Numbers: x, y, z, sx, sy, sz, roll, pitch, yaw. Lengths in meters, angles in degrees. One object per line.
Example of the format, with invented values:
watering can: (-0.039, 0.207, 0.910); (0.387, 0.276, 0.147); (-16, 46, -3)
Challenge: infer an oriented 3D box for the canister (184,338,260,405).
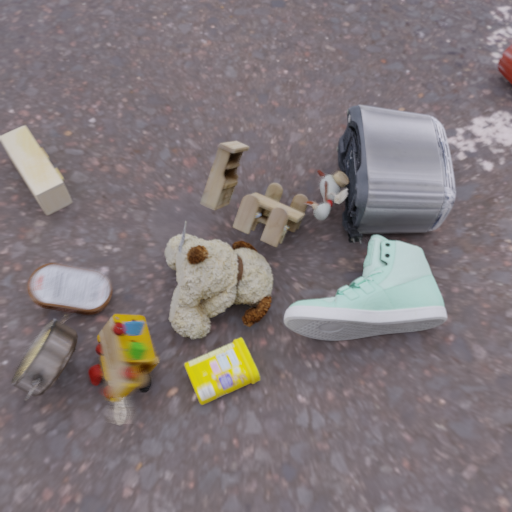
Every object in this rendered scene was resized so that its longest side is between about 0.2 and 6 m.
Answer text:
canister: (-0.603, 2.014, 9.768); (1.108, 0.479, 0.823); (-22, 62, -11)

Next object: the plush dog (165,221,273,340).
plush dog: (-0.548, 0.328, 10.301); (1.853, 1.731, 2.157); (6, 57, -26)

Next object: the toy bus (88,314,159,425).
toy bus: (-2.107, 1.800, 9.505); (1.546, 0.846, 1.638); (15, 96, 50)

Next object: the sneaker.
sneaker: (1.851, 0.539, 10.262); (2.983, 1.098, 1.759); (-2, 64, -13)

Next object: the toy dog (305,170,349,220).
toy dog: (1.344, -1.294, 11.084); (0.622, 0.851, 1.291); (39, 25, -7)

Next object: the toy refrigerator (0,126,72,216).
toy refrigerator: (-4.666, -1.845, 11.921); (0.675, 0.732, 1.929); (-31, 63, -17)

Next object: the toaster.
toaster: (2.740, -1.602, 11.225); (1.936, 1.703, 2.997); (2, 60, -2)

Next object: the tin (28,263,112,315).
tin: (-3.416, 0.601, 10.337); (1.488, 0.312, 0.833); (11, 67, -20)

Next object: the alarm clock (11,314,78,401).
alarm clock: (-3.450, 1.776, 9.132); (0.608, 1.826, 1.232); (36, 102, -17)

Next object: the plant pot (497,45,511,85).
plant pot: (6.462, -4.444, 13.316); (1.171, 1.171, 1.139); (-21, 53, -12)

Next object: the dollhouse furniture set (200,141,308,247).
dollhouse furniture set: (0.071, -1.254, 10.779); (1.891, 1.256, 1.658); (25, 21, 12)
